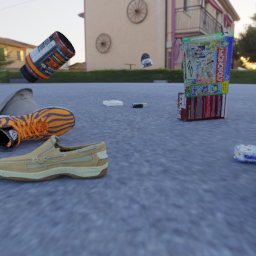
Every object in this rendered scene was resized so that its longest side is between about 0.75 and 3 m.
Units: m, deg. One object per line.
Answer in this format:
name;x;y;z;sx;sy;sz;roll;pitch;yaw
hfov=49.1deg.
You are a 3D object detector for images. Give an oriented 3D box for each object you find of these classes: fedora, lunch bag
fedora;-3.693;-0.437;9.894;0.941;1.843;2.084;32;11;6
lunch bag;3.092;0.667;6.974;0.884;0.334;0.708;3;14;11

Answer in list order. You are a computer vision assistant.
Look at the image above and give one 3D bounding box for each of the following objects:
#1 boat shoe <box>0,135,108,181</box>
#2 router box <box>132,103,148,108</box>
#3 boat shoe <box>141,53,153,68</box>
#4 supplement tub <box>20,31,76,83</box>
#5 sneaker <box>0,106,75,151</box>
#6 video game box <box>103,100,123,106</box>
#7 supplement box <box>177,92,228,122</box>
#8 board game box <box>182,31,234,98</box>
boat shoe;-1.602;0.584;5.964;2.320;0.883;0.831;-2;12;-10
router box;0.723;-1.383;17.126;0.883;0.226;0.659;-2;12;-9
boat shoe;0.733;-2.828;11.685;0.492;0.466;1.406;-13;2;9
supplement tub;-2.277;-1.926;7.845;1.562;0.836;0.836;-35;3;15
sneaker;-2.997;0.114;8.363;2.803;1.087;1.571;-11;17;-4
video game box;-0.983;-1.617;18.222;1.007;0.259;1.105;-2;12;-21
supplement box;3.421;-1.023;12.839;2.318;1.261;0.706;-4;13;-23
board game box;2.660;-2.060;9.500;1.554;2.310;0.336;-4;47;11
